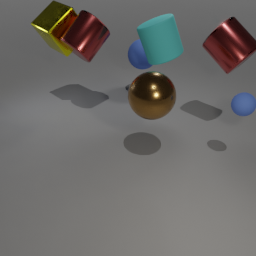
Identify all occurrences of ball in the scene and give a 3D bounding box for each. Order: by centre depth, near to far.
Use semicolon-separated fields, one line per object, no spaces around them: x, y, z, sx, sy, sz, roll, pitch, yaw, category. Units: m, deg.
0.695;-0.936;8.141;1.400;1.400;1.400;0;30;0;ball
3.402;-0.695;8.242;0.700;0.700;0.700;0;30;0;ball
0.688;-3.468;13.190;1.400;1.400;1.400;0;30;0;ball

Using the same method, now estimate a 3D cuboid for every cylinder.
3.583;-2.859;9.786;1.400;1.400;1.400;51;46;7;cylinder
1.203;-3.283;10.402;1.400;1.400;1.400;-19;28;10;cylinder
-1.637;-3.499;10.779;1.400;1.400;1.400;-54;45;-1;cylinder

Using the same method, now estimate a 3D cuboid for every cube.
-2.769;-4.073;11.495;1.400;1.400;1.400;34;79;34;cube
